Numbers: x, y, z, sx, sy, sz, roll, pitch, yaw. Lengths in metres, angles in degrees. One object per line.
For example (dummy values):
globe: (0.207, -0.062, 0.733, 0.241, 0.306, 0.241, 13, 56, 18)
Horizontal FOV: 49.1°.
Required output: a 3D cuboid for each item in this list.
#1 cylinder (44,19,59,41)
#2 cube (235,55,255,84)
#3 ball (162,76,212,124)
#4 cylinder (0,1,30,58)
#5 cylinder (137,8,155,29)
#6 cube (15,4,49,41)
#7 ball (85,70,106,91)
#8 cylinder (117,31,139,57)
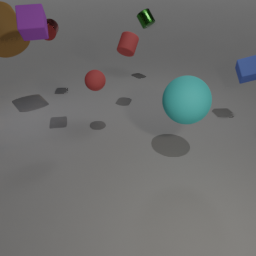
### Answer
cylinder: (-3.301, -4.108, 11.688, 0.700, 0.700, 0.700, -1, 39, -1)
cube: (4.415, -2.143, 10.294, 0.700, 0.700, 0.700, -13, -15, 12)
ball: (1.689, -0.802, 8.077, 1.400, 1.400, 1.400, 0, 29, 0)
cylinder: (-4.481, -3.515, 10.070, 1.400, 1.400, 1.400, -26, 77, -39)
cylinder: (0.883, -5.378, 13.788, 0.700, 0.700, 0.700, -29, 4, 2)
cube: (-2.638, -2.907, 7.742, 0.700, 0.700, 0.700, -8, -7, -7)
ball: (-1.090, -1.580, 9.297, 0.700, 0.700, 0.700, 0, 29, 0)
cylinder: (-0.005, -3.216, 10.758, 0.700, 0.700, 0.700, 17, -10, 3)
